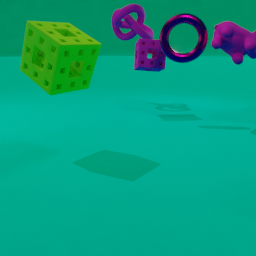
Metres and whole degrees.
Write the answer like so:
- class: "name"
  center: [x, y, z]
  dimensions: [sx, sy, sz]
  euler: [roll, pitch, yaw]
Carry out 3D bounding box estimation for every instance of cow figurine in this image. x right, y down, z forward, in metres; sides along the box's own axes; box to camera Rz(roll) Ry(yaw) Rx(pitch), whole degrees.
- class: "cow figurine"
  center: [3.185, -2.523, 7.988]
  dimensions: [1.678, 0.921, 1.651]
  euler: [31, 45, -6]

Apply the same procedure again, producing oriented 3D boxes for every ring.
- class: "ring"
  center: [1.614, -2.607, 8.157]
  dimensions: [1.399, 1.399, 0.280]
  euler: [3, 9, 9]

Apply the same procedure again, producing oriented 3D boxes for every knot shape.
- class: "knot shape"
  center: [0.086, -4.164, 11.021]
  dimensions: [1.940, 0.896, 1.815]
  euler: [19, -8, 14]

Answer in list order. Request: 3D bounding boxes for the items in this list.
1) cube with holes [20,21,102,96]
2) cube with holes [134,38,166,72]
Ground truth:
- class: "cube with holes"
  center: [-1.348, -1.407, 5.566]
  dimensions: [1.013, 1.013, 1.013]
  euler: [38, 34, 24]
- class: "cube with holes"
  center: [0.738, -2.445, 9.500]
  dimensions: [0.913, 0.913, 0.913]
  euler: [2, 5, -7]
